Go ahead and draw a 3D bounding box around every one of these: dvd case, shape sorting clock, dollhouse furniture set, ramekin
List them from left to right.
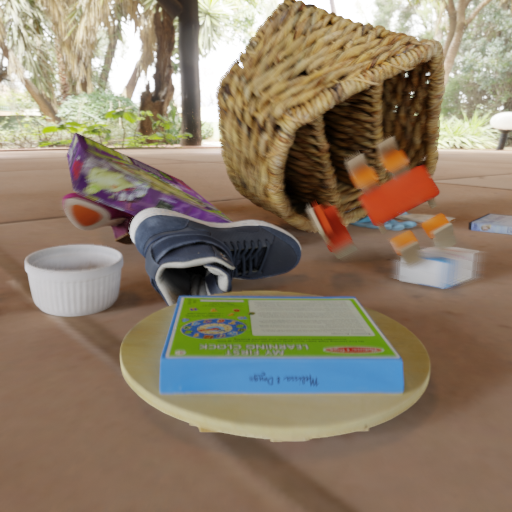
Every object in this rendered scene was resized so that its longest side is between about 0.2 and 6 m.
[{"bbox_3d":[-2.382,0.319,7.402,1.230,0.646,1.230,3,17,-1],"label":"ramekin"},{"bbox_3d":[0.168,0.896,5.323,2.843,0.558,2.843,1,12,0],"label":"shape sorting clock"},{"bbox_3d":[1.727,-0.693,8.075,1.745,1.764,0.909,-28,-31,10],"label":"dollhouse furniture set"},{"bbox_3d":[6.095,-0.650,12.407,2.280,0.200,1.626,10,17,35],"label":"dvd case"}]

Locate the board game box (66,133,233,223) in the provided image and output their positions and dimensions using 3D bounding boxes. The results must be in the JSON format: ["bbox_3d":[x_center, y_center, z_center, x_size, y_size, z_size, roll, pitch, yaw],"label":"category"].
[{"bbox_3d":[-2.398,-1.473,11.647,2.922,0.786,4.868,18,9,-23],"label":"board game box"}]

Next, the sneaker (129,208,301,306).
[{"bbox_3d":[-0.294,0.173,7.631,2.615,0.994,1.889,6,22,-25],"label":"sneaker"}]

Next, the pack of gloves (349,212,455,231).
[{"bbox_3d":[3.025,-1.161,13.772,2.389,0.561,2.843,-13,19,-40],"label":"pack of gloves"}]

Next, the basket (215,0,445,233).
[{"bbox_3d":[1.422,-2.043,10.660,3.175,3.042,4.262,29,-15,23],"label":"basket"}]

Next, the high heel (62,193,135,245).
[{"bbox_3d":[-2.930,-0.943,10.375,0.700,0.997,2.075,-21,-23,9],"label":"high heel"}]

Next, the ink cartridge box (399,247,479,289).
[{"bbox_3d":[2.839,0.148,8.614,0.720,0.424,1.250,12,16,42],"label":"ink cartridge box"}]
